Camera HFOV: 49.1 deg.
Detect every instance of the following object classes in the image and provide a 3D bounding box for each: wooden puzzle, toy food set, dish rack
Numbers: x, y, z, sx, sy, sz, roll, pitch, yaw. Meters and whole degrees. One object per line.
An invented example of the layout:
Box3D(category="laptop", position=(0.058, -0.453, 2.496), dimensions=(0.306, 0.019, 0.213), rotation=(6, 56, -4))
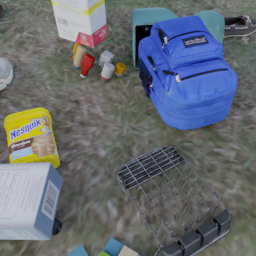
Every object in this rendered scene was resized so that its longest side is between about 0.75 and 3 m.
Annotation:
Box3D(category="wooden puzzle", position=(-0.056, 3.137, 5.053), dimensions=(2.788, 0.196, 1.654), rotation=(26, 56, 19))
Box3D(category="toy food set", position=(-1.062, -2.009, 8.944), dimensions=(1.885, 0.848, 0.900), rotation=(32, 41, 2))
Box3D(category="dish rack", position=(0.904, 1.529, 6.097), dimensions=(1.808, 0.643, 2.357), rotation=(-23, 53, -19))

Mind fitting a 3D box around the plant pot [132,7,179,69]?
Box3D(category="plant pot", position=(0.800, -3.184, 9.325), dimensions=(1.463, 1.463, 2.071), rotation=(-5, 43, -4))

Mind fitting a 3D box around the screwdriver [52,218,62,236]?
Box3D(category="screwdriver", position=(-2.616, 1.644, 6.137), dimensions=(2.708, 0.394, 0.378), rotation=(21, 54, 15))

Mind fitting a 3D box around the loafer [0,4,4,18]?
Box3D(category="loafer", position=(-5.608, -4.293, 10.592), dimensions=(0.788, 0.766, 2.159), rotation=(20, 54, 15))

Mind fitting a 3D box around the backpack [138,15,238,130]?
Box3D(category="backpack", position=(1.495, -1.417, 7.421), dimensions=(2.182, 2.253, 2.685), rotation=(-16, 56, -3))

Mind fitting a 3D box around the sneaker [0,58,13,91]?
Box3D(category="sneaker", position=(-4.140, -1.488, 8.219), dimensions=(0.824, 1.001, 2.176), rotation=(9, 52, 6))

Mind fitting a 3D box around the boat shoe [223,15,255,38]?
Box3D(category="boat shoe", position=(3.939, -3.793, 10.273), dimensions=(2.263, 0.645, 0.757), rotation=(-16, 53, -12))

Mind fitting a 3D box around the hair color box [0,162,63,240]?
Box3D(category="hair color box", position=(-2.802, 1.489, 5.692), dimensions=(2.647, 0.802, 1.310), rotation=(-3, 53, 10))

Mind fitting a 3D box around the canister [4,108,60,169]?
Box3D(category="canister", position=(-2.390, 0.350, 6.977), dimensions=(1.172, 0.683, 1.578), rotation=(-15, 54, -12))

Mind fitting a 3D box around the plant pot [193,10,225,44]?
Box3D(category="plant pot", position=(2.588, -3.046, 9.359), dimensions=(1.283, 1.283, 1.030), rotation=(3, 65, 3))

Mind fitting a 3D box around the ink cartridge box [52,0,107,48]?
Box3D(category="ink cartridge box", position=(-1.417, -3.515, 8.085), dimensions=(1.405, 1.935, 0.807), rotation=(25, 52, 23))
